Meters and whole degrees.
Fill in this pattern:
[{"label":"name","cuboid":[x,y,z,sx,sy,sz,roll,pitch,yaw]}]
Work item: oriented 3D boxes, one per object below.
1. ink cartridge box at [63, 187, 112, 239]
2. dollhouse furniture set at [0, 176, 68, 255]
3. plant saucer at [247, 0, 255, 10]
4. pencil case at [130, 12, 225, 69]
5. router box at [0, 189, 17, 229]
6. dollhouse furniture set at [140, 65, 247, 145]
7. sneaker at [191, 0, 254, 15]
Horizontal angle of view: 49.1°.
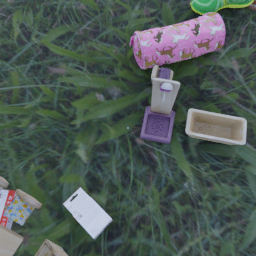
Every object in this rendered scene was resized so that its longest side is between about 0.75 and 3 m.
[{"label":"ink cartridge box","cuboid":[-1.057,2.222,7.361,1.209,0.304,0.659,41,72,18]},{"label":"dollhouse furniture set","cuboid":[-1.854,1.924,4.186,2.049,1.361,1.795,41,70,-21]},{"label":"plant saucer","cuboid":[4.831,-4.839,10.627,0.876,0.160,0.876,0,67,0]},{"label":"pencil case","cuboid":[1.597,-2.839,9.147,2.966,1.228,1.283,-17,29,-7]},{"label":"router box","cuboid":[-3.696,2.333,7.270,1.337,0.364,1.489,6,66,3]},{"label":"dollhouse furniture set","cuboid":[2.015,-0.888,7.764,2.972,2.109,2.355,11,66,5]},{"label":"sneaker","cuboid":[3.428,-4.815,10.118,2.448,1.023,0.907,-14,65,-3]}]
